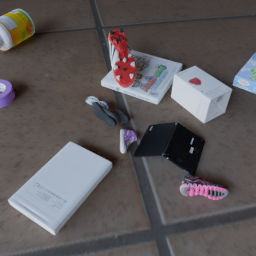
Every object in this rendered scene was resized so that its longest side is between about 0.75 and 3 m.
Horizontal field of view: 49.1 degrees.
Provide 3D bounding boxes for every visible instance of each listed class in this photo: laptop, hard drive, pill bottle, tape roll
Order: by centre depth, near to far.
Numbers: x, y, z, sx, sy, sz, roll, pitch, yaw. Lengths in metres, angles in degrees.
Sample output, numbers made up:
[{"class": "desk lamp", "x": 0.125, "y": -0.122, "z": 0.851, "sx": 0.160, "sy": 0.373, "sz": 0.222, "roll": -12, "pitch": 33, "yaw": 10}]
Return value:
[{"class": "hard drive", "x": -1.801, "y": 1.526, "z": 7.809, "sx": 1.625, "sy": 0.324, "sz": 2.464, "roll": 24, "pitch": 48, "yaw": 23}, {"class": "laptop", "x": 1.337, "y": 0.654, "z": 8.889, "sx": 1.759, "sy": 0.908, "sz": 1.559, "roll": 33, "pitch": 49, "yaw": -3}, {"class": "tape roll", "x": -5.047, "y": -1.286, "z": 10.627, "sx": 1.343, "sy": 0.441, "sz": 1.343, "roll": 0, "pitch": 45, "yaw": 0}, {"class": "pill bottle", "x": -5.755, "y": -4.548, "z": 13.286, "sx": 1.377, "sy": 1.377, "sz": 2.480, "roll": 20, "pitch": 48, "yaw": 19}]

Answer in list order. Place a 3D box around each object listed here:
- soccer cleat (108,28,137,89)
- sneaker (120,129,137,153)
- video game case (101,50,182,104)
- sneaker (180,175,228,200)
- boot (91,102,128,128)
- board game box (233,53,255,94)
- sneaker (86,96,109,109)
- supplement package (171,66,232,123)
[{"class": "soccer cleat", "x": -0.245, "y": -2.653, "z": 11.128, "sx": 0.940, "sy": 1.166, "sz": 2.738, "roll": -11, "pitch": 68, "yaw": -4}, {"class": "sneaker", "x": 0.032, "y": 0.410, "z": 8.945, "sx": 0.561, "sy": 0.357, "sz": 0.984, "roll": 7, "pitch": 45, "yaw": -6}, {"class": "video game case", "x": 0.632, "y": -2.213, "z": 11.585, "sx": 2.473, "sy": 0.322, "sz": 2.716, "roll": 21, "pitch": 49, "yaw": 18}, {"class": "sneaker", "x": 2.090, "y": 1.577, "z": 7.721, "sx": 1.292, "sy": 0.510, "sz": 0.616, "roll": 8, "pitch": 34, "yaw": 6}, {"class": "boot", "x": -0.635, "y": -0.511, "z": 9.734, "sx": 1.234, "sy": 0.431, "sz": 0.812, "roll": 46, "pitch": 39, "yaw": 16}, {"class": "board game box", "x": 6.001, "y": -2.237, "z": 11.516, "sx": 2.263, "sy": 0.547, "sz": 2.992, "roll": 28, "pitch": 52, "yaw": 25}, {"class": "sneaker", "x": -1.189, "y": -0.862, "z": 10.264, "sx": 0.936, "sy": 0.361, "sz": 0.399, "roll": 19, "pitch": 52, "yaw": 19}, {"class": "supplement package", "x": 2.585, "y": -1.253, "z": 10.126, "sx": 1.099, "sy": 1.086, "sz": 1.813, "roll": -26, "pitch": 50, "yaw": -24}]
